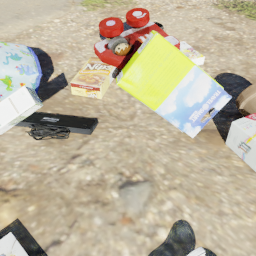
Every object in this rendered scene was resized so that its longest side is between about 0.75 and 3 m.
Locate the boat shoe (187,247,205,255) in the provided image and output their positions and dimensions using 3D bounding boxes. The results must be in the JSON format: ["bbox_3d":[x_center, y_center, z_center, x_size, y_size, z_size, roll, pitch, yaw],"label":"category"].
[{"bbox_3d":[1.071,2.944,5.479,1.450,0.522,0.477,-28,55,-28],"label":"boat shoe"}]

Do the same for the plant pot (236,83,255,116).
[{"bbox_3d":[4.390,-0.526,8.702,1.625,1.625,1.418,-6,59,-7],"label":"plant pot"}]

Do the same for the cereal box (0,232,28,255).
[{"bbox_3d":[-2.428,2.978,5.577,1.508,0.298,1.085,33,52,31],"label":"cereal box"}]

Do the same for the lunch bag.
[{"bbox_3d":[-4.482,-2.201,9.857,2.282,1.710,2.683,1,47,-32],"label":"lunch bag"}]

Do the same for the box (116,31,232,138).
[{"bbox_3d":[1.319,-1.174,8.088,2.906,1.772,0.692,34,19,-19],"label":"box"}]

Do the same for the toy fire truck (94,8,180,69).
[{"bbox_3d":[0.266,-3.322,11.221,2.966,1.663,2.491,-26,52,-15],"label":"toy fire truck"}]

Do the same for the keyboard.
[{"bbox_3d":[-2.511,0.017,8.871,2.933,0.581,1.527,6,19,8],"label":"keyboard"}]

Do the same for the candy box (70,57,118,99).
[{"bbox_3d":[-1.251,-1.991,10.851,1.190,0.570,2.061,11,44,11],"label":"candy box"}]

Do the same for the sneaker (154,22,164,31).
[{"bbox_3d":[1.041,-4.849,13.813,1.708,0.847,0.604,14,46,17],"label":"sneaker"}]

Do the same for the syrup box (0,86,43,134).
[{"bbox_3d":[-2.458,-0.356,5.932,1.180,0.465,0.480,-33,88,4],"label":"syrup box"}]

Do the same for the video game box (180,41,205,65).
[{"bbox_3d":[2.101,-3.137,12.236,1.838,0.430,1.675,-16,42,-17],"label":"video game box"}]

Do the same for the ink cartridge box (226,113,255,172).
[{"bbox_3d":[3.641,0.394,7.965,0.932,0.928,1.283,-19,46,-20],"label":"ink cartridge box"}]
